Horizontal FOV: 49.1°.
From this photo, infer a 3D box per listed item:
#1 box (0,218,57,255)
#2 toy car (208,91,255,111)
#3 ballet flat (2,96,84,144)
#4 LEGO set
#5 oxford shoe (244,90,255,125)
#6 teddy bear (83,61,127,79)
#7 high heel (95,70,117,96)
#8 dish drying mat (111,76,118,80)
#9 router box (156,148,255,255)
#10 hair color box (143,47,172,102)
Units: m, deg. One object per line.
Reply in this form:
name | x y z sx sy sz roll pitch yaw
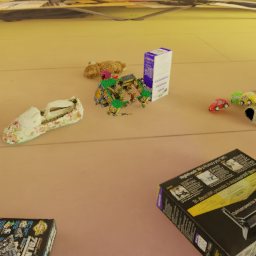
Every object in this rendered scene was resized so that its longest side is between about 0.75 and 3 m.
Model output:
box | -2.499 2.578 5.403 1.834 0.459 1.848 1 32 0
toy car | 4.191 -1.152 10.946 1.898 0.423 1.786 -10 10 31
ballet flat | -2.857 -0.409 9.577 2.959 0.946 1.119 -25 55 -33
LEGO set | -0.294 -1.132 10.985 2.174 1.259 1.672 -32 73 -35
oxford shoe | 4.733 -0.814 10.509 0.797 0.765 2.160 0 32 5
teddy bear | -1.146 -3.088 14.109 2.290 0.765 1.660 -8 31 -12
high heel | -1.189 -2.062 12.585 0.940 0.660 1.960 -1 44 -21
dish drying mat | -0.676 -2.296 13.464 0.390 0.092 1.015 1 32 0
router box | 2.419 1.711 6.499 2.802 0.732 2.203 -18 36 -26
hair color box | 1.181 -2.192 11.530 1.078 1.971 0.639 -27 41 -36
